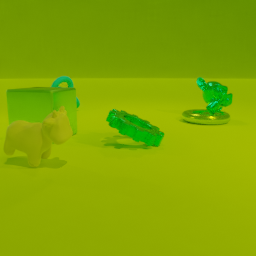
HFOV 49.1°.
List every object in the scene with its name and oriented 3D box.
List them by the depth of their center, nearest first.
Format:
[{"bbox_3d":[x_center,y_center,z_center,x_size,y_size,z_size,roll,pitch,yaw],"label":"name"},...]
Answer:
[{"bbox_3d":[-1.586,0.075,4.904,1.200,1.181,0.659,21,25,9],"label":"cow figurine"},{"bbox_3d":[0.176,-0.027,6.575,1.384,0.256,1.384,23,14,-6],"label":"gear"},{"bbox_3d":[-2.152,-0.385,7.196,1.258,1.258,1.258,3,12,16],"label":"cube"},{"bbox_3d":[2.662,-0.395,9.623,1.630,0.326,1.630,1,12,0],"label":"ring"},{"bbox_3d":[2.949,-1.014,9.727,1.175,1.633,0.984,-49,26,-9],"label":"monkey head"},{"bbox_3d":[-2.965,-1.345,12.044,1.529,1.634,0.755,-19,30,3],"label":"knot shape"}]
